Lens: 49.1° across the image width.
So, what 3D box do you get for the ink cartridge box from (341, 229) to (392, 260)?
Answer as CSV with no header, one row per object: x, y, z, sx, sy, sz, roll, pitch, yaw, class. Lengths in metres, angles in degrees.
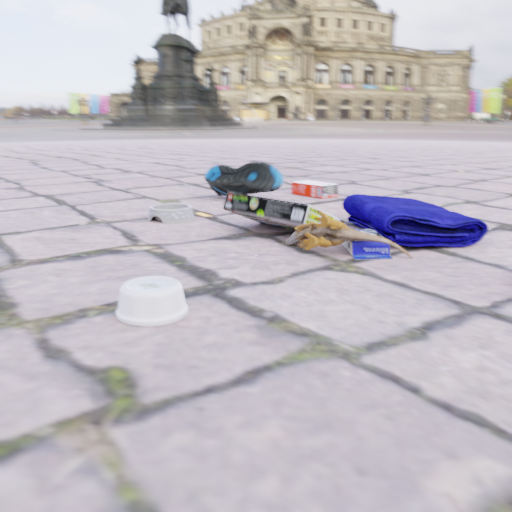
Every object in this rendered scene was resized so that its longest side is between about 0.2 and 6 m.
2.000,-0.231,10.311,0.706,0.278,1.419,0,16,-4,ink cartridge box

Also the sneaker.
-0.279,-2.091,15.879,2.278,0.933,0.834,6,61,21,sneaker

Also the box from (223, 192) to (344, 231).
0.523,-0.843,11.527,2.266,0.393,1.247,14,-2,43,box

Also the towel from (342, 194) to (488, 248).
3.101,-0.708,11.533,2.057,0.690,2.786,4,14,-11,towel

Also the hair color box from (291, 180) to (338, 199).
1.735,-1.988,16.725,0.705,0.406,1.271,-11,17,-38,hair color box

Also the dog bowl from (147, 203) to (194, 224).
-2.002,-1.008,13.155,1.107,0.325,1.107,0,16,0,dog bowl

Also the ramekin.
-1.317,0.544,7.049,0.897,0.418,0.897,-1,15,0,ramekin

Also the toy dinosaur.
1.465,-0.402,9.888,2.324,0.702,1.234,8,4,35,toy dinosaur
